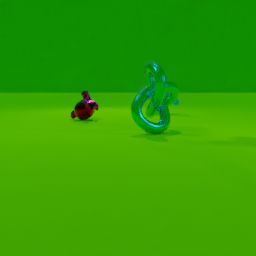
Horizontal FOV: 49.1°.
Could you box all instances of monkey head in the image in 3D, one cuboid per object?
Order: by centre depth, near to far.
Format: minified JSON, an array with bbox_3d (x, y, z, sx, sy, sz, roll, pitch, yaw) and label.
[{"bbox_3d":[-1.657,-0.841,10.441,0.867,1.036,1.440,-26,1,-40],"label":"monkey head"},{"bbox_3d":[1.567,-1.719,13.157,1.843,1.326,1.111,36,28,28],"label":"monkey head"}]

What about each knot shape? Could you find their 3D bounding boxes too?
[{"bbox_3d":[0.810,-0.780,7.613,0.854,1.848,1.729,7,2,25],"label":"knot shape"}]
